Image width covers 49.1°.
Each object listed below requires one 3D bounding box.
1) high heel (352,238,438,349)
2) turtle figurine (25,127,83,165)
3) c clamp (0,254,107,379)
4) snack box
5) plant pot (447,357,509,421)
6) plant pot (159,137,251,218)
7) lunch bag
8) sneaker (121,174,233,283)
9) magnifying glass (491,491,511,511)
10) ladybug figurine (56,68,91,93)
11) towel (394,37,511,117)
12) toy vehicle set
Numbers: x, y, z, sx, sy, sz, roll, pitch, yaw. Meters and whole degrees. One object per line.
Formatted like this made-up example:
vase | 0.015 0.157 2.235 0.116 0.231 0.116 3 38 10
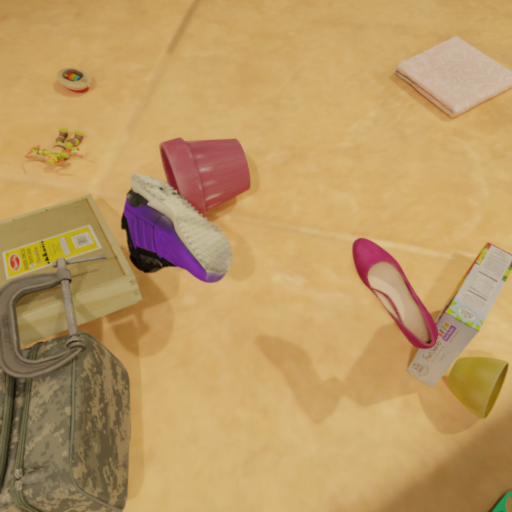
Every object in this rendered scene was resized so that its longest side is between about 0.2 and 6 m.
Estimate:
high heel | 1.976 0.522 8.073 0.617 0.879 1.833 -29 88 6
turtle figurine | -4.358 -2.407 12.662 1.473 0.474 1.187 1 45 17
c clamp | -2.923 0.804 8.053 1.645 0.261 1.926 -7 55 -13
snack box | 3.316 1.024 9.184 0.590 2.228 1.585 32 61 18
plant pot | 3.569 2.055 9.158 0.722 1.017 1.017 22 57 32
plant pot | -0.997 -1.669 11.419 1.531 1.710 1.710 -17 57 -13
lunch bag | -3.237 2.722 8.341 2.236 1.857 2.666 -18 53 9
sneaker | -1.474 -0.161 9.482 0.963 1.378 2.771 9 28 -46
magnifying glass | 3.648 3.933 8.453 1.278 0.143 0.509 -13 56 -11
ladybug figurine | -4.568 -4.410 14.141 0.999 0.359 0.678 29 60 19
towel | 5.064 -4.578 14.261 2.312 0.373 2.208 -29 59 -19
toy vehicle set | -3.657 0.098 9.902 2.362 0.504 3.801 -20 33 -17
